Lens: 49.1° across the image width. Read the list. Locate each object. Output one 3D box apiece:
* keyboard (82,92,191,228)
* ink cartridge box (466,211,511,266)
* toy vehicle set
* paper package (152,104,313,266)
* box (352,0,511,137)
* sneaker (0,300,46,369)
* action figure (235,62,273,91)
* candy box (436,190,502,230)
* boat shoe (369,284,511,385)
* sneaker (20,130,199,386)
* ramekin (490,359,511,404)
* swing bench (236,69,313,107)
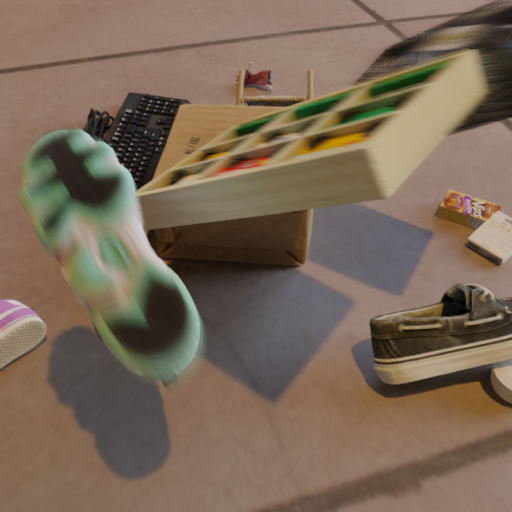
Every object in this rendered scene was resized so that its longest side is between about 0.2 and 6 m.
[{"bbox_3d":[-2.909,-2.477,12.146,2.439,0.929,4.687,3,44,3],"label":"keyboard"},{"bbox_3d":[4.477,-0.337,10.335,0.931,0.233,0.755,-37,55,-20],"label":"ink cartridge box"},{"bbox_3d":[0.427,-1.319,6.971,3.972,0.527,2.468,-4,31,46],"label":"toy vehicle set"},{"bbox_3d":[-0.337,-1.448,10.607,2.907,1.578,3.050,3,45,3],"label":"paper package"},{"bbox_3d":[2.683,-2.536,7.890,2.376,1.023,1.945,-9,32,45],"label":"box"},{"bbox_3d":[-4.330,1.335,8.501,1.119,0.711,1.962,31,44,34],"label":"sneaker"},{"bbox_3d":[-0.053,-4.613,14.701,1.010,0.677,0.752,-4,84,9],"label":"action figure"},{"bbox_3d":[4.161,-0.875,10.939,1.063,0.300,0.620,23,48,19],"label":"candy box"},{"bbox_3d":[3.157,0.952,8.248,3.136,1.112,1.130,-15,7,-14],"label":"boat shoe"},{"bbox_3d":[-1.661,0.196,6.331,1.140,2.051,2.932,-22,73,-18],"label":"sneaker"},{"bbox_3d":[3.829,1.799,8.161,0.836,0.389,0.836,0,44,0],"label":"ramekin"},{"bbox_3d":[0.410,-3.333,12.876,1.760,1.148,1.769,3,50,2],"label":"swing bench"}]
